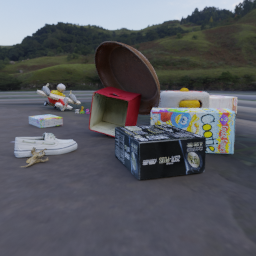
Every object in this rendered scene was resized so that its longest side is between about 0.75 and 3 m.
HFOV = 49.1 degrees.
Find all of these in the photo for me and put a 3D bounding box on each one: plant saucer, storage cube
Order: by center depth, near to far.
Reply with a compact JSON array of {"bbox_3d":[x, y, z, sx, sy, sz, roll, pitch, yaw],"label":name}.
[{"bbox_3d":[0.055,-1.735,9.575,2.877,2.877,0.526,11,46,48],"label":"plant saucer"},{"bbox_3d":[-0.427,-0.572,9.734,1.313,1.536,1.381,15,21,16],"label":"storage cube"}]

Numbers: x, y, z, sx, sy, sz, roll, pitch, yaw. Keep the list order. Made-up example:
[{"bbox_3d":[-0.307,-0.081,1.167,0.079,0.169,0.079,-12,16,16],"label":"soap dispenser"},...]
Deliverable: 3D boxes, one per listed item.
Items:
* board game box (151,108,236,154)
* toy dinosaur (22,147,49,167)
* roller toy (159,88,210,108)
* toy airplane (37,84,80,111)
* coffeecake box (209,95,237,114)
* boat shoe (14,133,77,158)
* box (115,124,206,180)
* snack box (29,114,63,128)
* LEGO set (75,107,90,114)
[{"bbox_3d":[1.761,0.026,7.935,2.190,1.128,1.149,1,10,8],"label":"board game box"},{"bbox_3d":[-2.176,0.737,6.630,0.522,0.300,1.032,-18,21,0],"label":"toy dinosaur"},{"bbox_3d":[2.318,-0.872,11.728,2.080,1.593,2.280,8,13,39],"label":"roller toy"},{"bbox_3d":[-4.377,-2.000,17.921,2.329,1.651,2.339,15,1,4],"label":"toy airplane"},{"bbox_3d":[4.440,-1.302,15.925,2.721,0.994,2.089,-5,11,-28],"label":"coffeecake box"},{"bbox_3d":[-2.132,0.403,7.434,1.662,0.555,0.611,-7,12,-35],"label":"boat shoe"},{"bbox_3d":[0.640,0.458,6.415,1.504,0.791,1.836,-3,10,-18],"label":"box"},{"bbox_3d":[-3.556,-0.315,12.079,0.996,0.371,1.401,-7,12,-37],"label":"snack box"},{"bbox_3d":[-2.609,-1.047,16.292,0.909,0.373,0.347,3,10,17],"label":"LEGO set"}]
